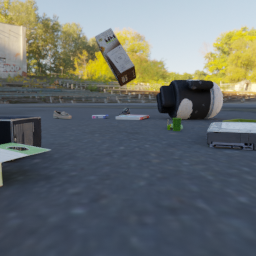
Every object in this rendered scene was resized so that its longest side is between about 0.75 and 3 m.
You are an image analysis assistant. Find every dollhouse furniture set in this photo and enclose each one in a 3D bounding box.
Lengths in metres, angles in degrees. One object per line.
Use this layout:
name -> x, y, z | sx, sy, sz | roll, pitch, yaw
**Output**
dollhouse furniture set -> 1.492, -0.151, 8.840 | 0.510, 0.394, 1.021 | 1, 6, 8

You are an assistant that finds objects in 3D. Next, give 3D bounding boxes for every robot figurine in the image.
robot figurine -> 2.860, -1.341, 12.953 | 2.970, 1.853, 2.232 | -1, 14, -9

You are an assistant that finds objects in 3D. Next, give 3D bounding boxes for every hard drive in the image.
hard drive -> 2.558, 0.133, 6.315 | 1.439, 0.390, 2.060 | 2, 7, 20

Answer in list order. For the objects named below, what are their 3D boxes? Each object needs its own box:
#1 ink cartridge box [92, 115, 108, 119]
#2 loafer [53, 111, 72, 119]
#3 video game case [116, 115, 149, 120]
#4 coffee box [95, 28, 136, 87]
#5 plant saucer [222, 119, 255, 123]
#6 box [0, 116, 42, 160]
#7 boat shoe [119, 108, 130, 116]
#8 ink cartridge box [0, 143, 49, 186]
ink cartridge box -> -1.346, -0.545, 13.560 | 0.782, 0.164, 0.467 | -3, 7, -3
loafer -> -3.169, -0.635, 13.405 | 1.168, 0.367, 0.420 | 4, 8, 35
video game case -> 0.244, -0.515, 13.357 | 1.172, 0.143, 1.639 | 2, 7, 19
coffee box -> -0.365, -2.132, 8.513 | 0.592, 1.484, 0.849 | -29, -17, -2
plant saucer -> 3.734, -0.079, 8.653 | 1.214, 0.291, 1.216 | 6, 8, 43
box -> -2.238, 0.135, 4.860 | 1.094, 0.678, 1.075 | 1, 6, 7
boat shoe -> -0.186, -0.861, 15.167 | 0.503, 0.434, 1.384 | 1, 6, 13
ink cartridge box -> -1.790, 0.469, 3.420 | 0.996, 0.328, 1.368 | 5, 8, 38
